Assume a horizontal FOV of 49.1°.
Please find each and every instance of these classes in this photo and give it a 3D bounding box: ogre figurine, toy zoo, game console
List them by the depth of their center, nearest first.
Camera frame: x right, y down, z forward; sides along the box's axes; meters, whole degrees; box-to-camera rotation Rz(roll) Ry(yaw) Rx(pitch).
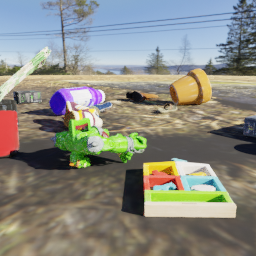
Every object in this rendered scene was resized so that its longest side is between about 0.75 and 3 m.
[{"bbox_3d":[0.812,0.840,4.337,1.153,0.180,1.758,0,13,2],"label":"toy zoo"},{"bbox_3d":[-0.686,0.263,5.339,1.828,0.897,1.096,28,16,40],"label":"ogre figurine"},{"bbox_3d":[-4.032,0.290,6.550,2.801,1.662,2.414,-4,-17,-20],"label":"game console"}]

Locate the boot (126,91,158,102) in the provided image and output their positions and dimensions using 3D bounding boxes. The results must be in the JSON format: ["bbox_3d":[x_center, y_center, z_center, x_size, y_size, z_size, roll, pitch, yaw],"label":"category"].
[{"bbox_3d":[0.896,-1.592,14.606,1.567,0.537,1.475,1,3,-30],"label":"boot"}]

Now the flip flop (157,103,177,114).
[{"bbox_3d":[1.564,-0.801,11.102,0.465,0.330,1.147,12,18,43],"label":"flip flop"}]

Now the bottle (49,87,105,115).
[{"bbox_3d":[-1.869,-1.116,11.006,1.043,0.815,2.497,-40,-11,31],"label":"bottle"}]

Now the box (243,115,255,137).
[{"bbox_3d":[4.350,-0.056,7.426,2.070,0.528,1.632,-9,15,-36],"label":"box"}]

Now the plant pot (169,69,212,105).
[{"bbox_3d":[2.759,-1.744,12.871,1.477,1.613,1.613,-18,16,-10],"label":"plant pot"}]

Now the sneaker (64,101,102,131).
[{"bbox_3d":[-1.386,-0.324,8.440,0.897,0.746,1.992,4,17,-22],"label":"sneaker"}]

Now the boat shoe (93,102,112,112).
[{"bbox_3d":[-1.060,-0.773,11.075,0.894,0.323,0.324,-13,-15,-1],"label":"boat shoe"}]

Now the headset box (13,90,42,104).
[{"bbox_3d":[-4.943,-1.550,13.854,1.180,0.547,1.027,-9,15,-34],"label":"headset box"}]

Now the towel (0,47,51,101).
[{"bbox_3d":[-2.293,-1.122,6.085,1.433,0.168,1.093,-50,17,-20],"label":"towel"}]

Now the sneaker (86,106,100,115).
[{"bbox_3d":[-1.278,-0.566,9.765,0.613,0.458,1.366,-8,11,-11],"label":"sneaker"}]
